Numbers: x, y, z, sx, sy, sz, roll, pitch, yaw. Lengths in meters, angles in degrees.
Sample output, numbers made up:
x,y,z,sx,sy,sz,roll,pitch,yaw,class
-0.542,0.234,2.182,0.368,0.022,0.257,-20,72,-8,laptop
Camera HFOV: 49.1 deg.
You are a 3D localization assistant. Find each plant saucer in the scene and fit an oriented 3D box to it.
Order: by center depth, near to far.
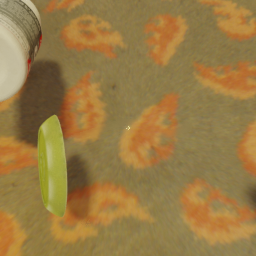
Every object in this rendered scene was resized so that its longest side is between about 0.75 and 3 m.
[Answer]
x,y,z,sx,sy,sz,roll,pitch,yaw,class
-1.463,0.710,5.229,0.295,1.901,1.901,-3,68,-24,plant saucer

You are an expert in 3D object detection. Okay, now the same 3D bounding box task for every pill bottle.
x,y,z,sx,sy,sz,roll,pitch,yaw,class
-2.647,-1.840,5.756,1.579,1.579,2.773,-6,36,-2,pill bottle
